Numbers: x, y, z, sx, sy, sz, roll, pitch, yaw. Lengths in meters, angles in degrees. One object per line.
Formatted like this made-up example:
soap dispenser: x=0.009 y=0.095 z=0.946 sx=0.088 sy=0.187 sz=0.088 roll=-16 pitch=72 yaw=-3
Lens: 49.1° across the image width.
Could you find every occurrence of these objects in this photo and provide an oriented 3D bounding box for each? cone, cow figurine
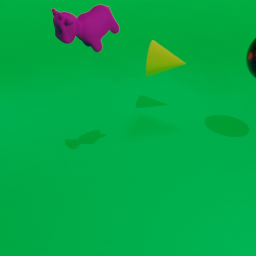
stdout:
cone: x=1.191 y=-2.009 z=8.412 sx=1.085 sy=1.081 sz=1.081 roll=11 pitch=31 yaw=11
cow figurine: x=-0.733 y=-1.799 z=4.804 sx=1.071 sy=1.054 sz=0.588 roll=-47 pitch=55 yaw=-5

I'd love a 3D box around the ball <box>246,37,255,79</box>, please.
ball: x=3.368 y=-1.624 z=6.352 sx=1.275 sy=1.275 sz=1.275 roll=0 pitch=29 yaw=0
